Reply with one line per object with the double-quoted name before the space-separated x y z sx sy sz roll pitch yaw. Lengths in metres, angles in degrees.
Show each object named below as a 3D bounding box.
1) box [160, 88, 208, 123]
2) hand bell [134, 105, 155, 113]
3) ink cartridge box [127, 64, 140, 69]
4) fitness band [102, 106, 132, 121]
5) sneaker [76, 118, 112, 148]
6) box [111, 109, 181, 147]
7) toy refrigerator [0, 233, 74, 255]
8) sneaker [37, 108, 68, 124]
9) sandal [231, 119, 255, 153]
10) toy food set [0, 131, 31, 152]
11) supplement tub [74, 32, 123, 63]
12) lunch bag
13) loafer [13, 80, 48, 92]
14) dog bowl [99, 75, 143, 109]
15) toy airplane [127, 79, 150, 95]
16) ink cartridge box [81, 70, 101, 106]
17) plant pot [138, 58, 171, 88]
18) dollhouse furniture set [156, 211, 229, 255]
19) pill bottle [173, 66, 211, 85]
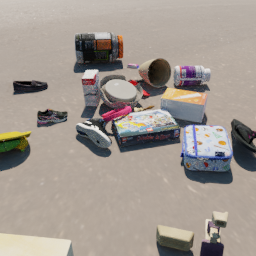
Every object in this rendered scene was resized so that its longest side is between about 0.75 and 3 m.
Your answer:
"box" 2.360 -0.986 11.860 1.765 0.860 1.098 12 35 17
"hand bell" 0.708 -0.782 11.615 0.820 0.427 0.427 -20 29 17
"ink cartridge box" 0.359 -3.690 16.719 0.767 0.142 0.363 11 34 13
"fitness band" -0.458 -0.569 11.347 0.995 0.259 1.385 -9 14 40
"sneaker" -1.033 0.058 10.436 1.801 0.658 1.007 25 42 35
"box" 0.646 -0.065 10.824 2.325 0.438 1.588 -8 34 -12
"toy refrigerator" -2.387 2.826 5.962 2.346 0.891 0.821 3 33 6
"sneaker" -3.093 -0.543 11.468 1.284 0.554 0.516 -13 37 -20
"sandal" 4.165 0.105 10.009 0.863 0.550 2.296 29 26 -4
"toy food set" -4.447 0.626 9.655 2.240 0.732 1.318 -10 10 -18
"supplement tub" -1.759 -4.897 17.080 2.865 1.756 1.756 -3 33 -7
"lunch bag" 2.593 0.641 9.479 1.623 0.765 2.025 3 32 8
"loafer" -4.867 -2.156 13.972 1.677 0.528 0.603 -9 34 -14
"dog bowl" -0.352 -1.595 12.629 1.999 0.586 1.999 10 43 -9
"toy airplane" -0.261 -2.002 13.793 2.570 0.473 2.570 -1 32 1
"ink cartridge box" -1.636 -1.801 12.661 0.578 1.380 0.996 0 33 8
"plant pot" 1.227 -2.933 14.576 1.446 1.446 1.544 -16 22 -23
"dollhouse furniture set" 1.534 2.278 6.809 1.564 1.239 1.110 7 18 15
"pill bottle" 3.271 -2.696 14.389 1.759 0.989 0.989 -1 33 -2
